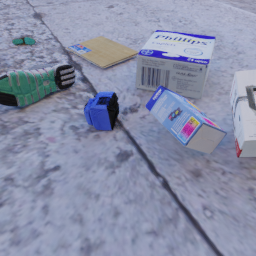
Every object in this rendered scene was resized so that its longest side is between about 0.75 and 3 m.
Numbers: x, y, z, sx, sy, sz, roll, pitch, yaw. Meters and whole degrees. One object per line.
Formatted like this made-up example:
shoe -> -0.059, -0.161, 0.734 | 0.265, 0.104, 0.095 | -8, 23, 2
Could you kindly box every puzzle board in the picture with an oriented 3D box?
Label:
puzzle board -> -1.037, -3.055, 11.207 | 1.835, 0.212, 2.435 | -30, 47, -31

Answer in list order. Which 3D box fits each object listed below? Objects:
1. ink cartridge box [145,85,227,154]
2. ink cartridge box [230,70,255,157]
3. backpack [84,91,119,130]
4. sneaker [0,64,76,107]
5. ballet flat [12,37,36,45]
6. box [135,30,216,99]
ink cartridge box -> 1.272, -0.283, 6.673 | 1.252, 0.701, 1.835 | 17, 24, -46
ink cartridge box -> 2.767, -0.298, 6.293 | 0.689, 1.220, 1.662 | -3, 67, 12
backpack -> -0.677, -0.548, 7.530 | 0.839, 0.812, 1.000 | 7, 40, 13
sneaker -> -3.049, -1.411, 8.652 | 1.227, 1.043, 2.803 | 22, 32, 40
ballet flat -> -4.416, -3.732, 11.982 | 1.017, 0.345, 0.383 | -3, 25, 1
box -> 1.606, -2.194, 9.264 | 2.163, 1.234, 2.351 | 12, 39, 14
